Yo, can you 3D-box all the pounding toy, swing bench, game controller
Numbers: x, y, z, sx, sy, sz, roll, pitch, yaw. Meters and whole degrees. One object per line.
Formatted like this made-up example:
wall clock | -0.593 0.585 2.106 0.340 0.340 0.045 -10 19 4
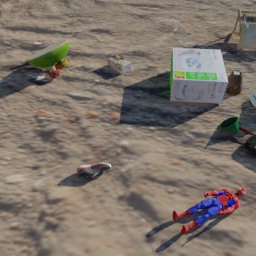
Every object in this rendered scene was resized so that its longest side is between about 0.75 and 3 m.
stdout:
pounding toy | -4.048 -3.512 14.830 2.275 1.367 2.947 -39 29 -24
swing bench | 7.779 -5.861 16.791 2.394 1.562 2.407 5 44 3
game controller | 5.395 0.922 10.685 1.804 0.380 0.941 34 54 29

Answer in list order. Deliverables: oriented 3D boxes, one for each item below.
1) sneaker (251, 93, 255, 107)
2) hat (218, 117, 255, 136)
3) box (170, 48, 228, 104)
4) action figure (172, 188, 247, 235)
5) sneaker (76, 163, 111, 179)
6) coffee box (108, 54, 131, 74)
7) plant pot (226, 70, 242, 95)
sneaker | 6.148 -1.281 12.356 0.692 1.135 1.739 -18 44 -9
hat | 4.446 0.157 11.620 0.910 0.968 1.099 -39 11 -7
box | 3.310 -2.555 13.565 2.449 1.342 2.775 4 46 6
action figure | 2.740 2.483 8.946 2.641 0.682 0.864 -17 44 -21
sneaker | -1.208 1.574 10.070 1.249 0.481 0.512 -8 68 -4
coffee box | -0.448 -3.432 15.065 0.674 0.470 1.179 -31 52 -27
plant pot | 5.124 -2.245 13.501 0.907 0.970 0.907 0 44 0
